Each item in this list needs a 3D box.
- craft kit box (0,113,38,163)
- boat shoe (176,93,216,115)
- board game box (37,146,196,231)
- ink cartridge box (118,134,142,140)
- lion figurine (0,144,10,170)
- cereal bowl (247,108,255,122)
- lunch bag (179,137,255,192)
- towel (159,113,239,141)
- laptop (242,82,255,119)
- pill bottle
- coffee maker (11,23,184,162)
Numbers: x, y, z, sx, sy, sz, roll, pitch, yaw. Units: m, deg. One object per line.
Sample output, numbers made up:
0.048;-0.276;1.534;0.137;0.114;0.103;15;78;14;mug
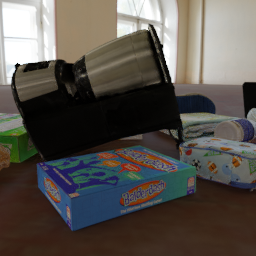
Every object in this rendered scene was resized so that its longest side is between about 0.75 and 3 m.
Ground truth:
-3.358;0.109;7.285;2.884;0.708;2.920;0;11;11;craft kit box
1.972;-0.770;10.564;2.941;1.062;1.064;5;-6;-26;boat shoe
-0.203;0.770;4.348;2.004;0.451;1.524;-7;13;-32;board game box
-0.264;-0.099;8.117;2.039;0.692;1.174;-1;11;-7;ink cartridge box
-3.092;0.471;5.148;1.320;0.781;2.156;-1;6;-38;lion figurine
3.862;-0.114;8.147;0.957;0.399;0.957;20;39;-17;cereal bowl
1.848;0.563;5.029;1.332;0.628;1.662;-6;12;-38;lunch bag
2.046;-0.086;8.568;2.279;0.549;1.951;-4;9;-21;towel
5.916;-0.996;10.551;2.625;1.529;2.961;8;14;33;laptop
2.808;0.103;7.126;1.147;0.686;0.686;-9;14;-37;pill bottle
-0.504;-0.358;5.933;2.996;2.878;2.018;-16;4;7;coffee maker
